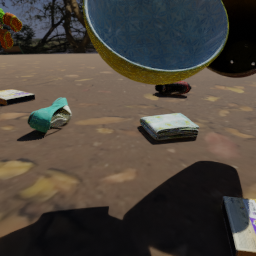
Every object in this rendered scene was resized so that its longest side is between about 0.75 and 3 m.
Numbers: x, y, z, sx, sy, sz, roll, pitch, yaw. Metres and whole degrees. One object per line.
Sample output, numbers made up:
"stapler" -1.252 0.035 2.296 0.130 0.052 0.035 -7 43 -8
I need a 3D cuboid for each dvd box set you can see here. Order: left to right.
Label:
"dvd box set" -5.256 -1.390 12.424 1.879 0.276 1.375 14 23 35
"dvd box set" 2.268 1.438 3.849 1.737 0.255 1.271 3 18 9

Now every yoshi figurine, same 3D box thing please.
"yoshi figurine" -2.478 -1.778 4.815 1.243 0.696 0.699 21 29 5

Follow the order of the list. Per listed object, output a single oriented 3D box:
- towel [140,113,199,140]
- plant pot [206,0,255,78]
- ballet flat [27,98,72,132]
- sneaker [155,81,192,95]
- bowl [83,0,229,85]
"towel" 1.194 -0.083 8.288 1.342 0.378 1.568 -4 18 -13
"plant pot" 2.537 -1.864 6.346 1.782 1.782 1.907 9 1 26
"ballet flat" -2.258 -0.368 8.859 0.799 0.765 2.271 27 22 3
"sneaker" 2.082 -1.904 13.399 1.830 0.647 0.894 11 20 36
"bowl" 0.396 -1.689 5.136 2.444 2.444 1.315 -4 -22 -11
